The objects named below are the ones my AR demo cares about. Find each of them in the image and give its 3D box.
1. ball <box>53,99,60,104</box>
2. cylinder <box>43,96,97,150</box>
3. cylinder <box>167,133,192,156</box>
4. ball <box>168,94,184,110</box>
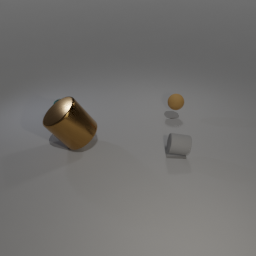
[{"bbox_3d":[-3.030,-0.960,12.594,0.700,0.700,0.700,0,30,0],"label":"ball"},{"bbox_3d":[-2.043,-0.159,9.982,1.400,1.400,1.400,-24,39,21],"label":"cylinder"},{"bbox_3d":[1.747,0.558,9.606,0.700,0.700,0.700,8,30,-3],"label":"cylinder"},{"bbox_3d":[2.034,-1.107,11.889,0.700,0.700,0.700,0,30,0],"label":"ball"}]
